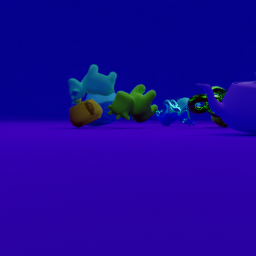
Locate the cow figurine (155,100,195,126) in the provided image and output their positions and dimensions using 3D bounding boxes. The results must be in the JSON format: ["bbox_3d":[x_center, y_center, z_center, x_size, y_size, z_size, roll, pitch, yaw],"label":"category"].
[{"bbox_3d":[1.757,-0.412,10.379,0.756,1.355,1.377,-7,-30,-47],"label":"cow figurine"}]

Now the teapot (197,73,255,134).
[{"bbox_3d":[1.833,-0.388,4.063,1.695,0.830,1.054,1,15,4],"label":"teapot"}]

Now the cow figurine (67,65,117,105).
[{"bbox_3d":[-0.991,-1.092,7.602,1.248,1.228,0.685,19,-26,-4],"label":"cow figurine"}]

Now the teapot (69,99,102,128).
[{"bbox_3d":[-1.251,-0.465,7.863,0.947,0.746,1.524,-27,3,-29],"label":"teapot"}]

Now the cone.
[{"bbox_3d":[-1.007,-1.189,9.795,1.679,1.685,1.679,-15,-23,-6],"label":"cone"}]

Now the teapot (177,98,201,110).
[{"bbox_3d":[2.277,-0.717,11.446,1.478,0.919,0.724,-22,40,-8],"label":"teapot"}]

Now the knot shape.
[{"bbox_3d":[2.595,-0.759,8.041,1.541,0.712,1.442,-17,13,-14],"label":"knot shape"}]

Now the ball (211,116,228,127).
[{"bbox_3d":[3.085,-0.460,8.927,0.867,0.867,0.867,0,1,0],"label":"ball"}]

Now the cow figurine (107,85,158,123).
[{"bbox_3d":[0.145,-0.539,7.771,0.802,1.437,1.461,33,-22,31],"label":"cow figurine"}]
